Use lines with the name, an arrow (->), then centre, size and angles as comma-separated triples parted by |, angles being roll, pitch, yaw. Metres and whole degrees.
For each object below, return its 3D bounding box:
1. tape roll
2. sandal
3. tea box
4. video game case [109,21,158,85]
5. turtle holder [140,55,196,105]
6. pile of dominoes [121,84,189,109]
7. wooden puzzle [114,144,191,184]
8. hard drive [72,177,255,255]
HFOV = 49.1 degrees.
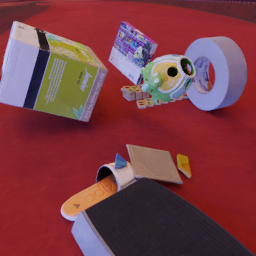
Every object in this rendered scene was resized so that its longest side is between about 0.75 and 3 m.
tape roll -> 2.738, -1.771, 9.176 | 0.762, 2.307, 2.307 | -13, 32, -22
sandal -> -0.406, 1.148, 5.801 | 2.131, 0.611, 0.816 | -26, 39, -37
tea box -> -2.268, -1.690, 8.222 | 2.515, 1.708, 2.556 | 13, 24, -28
video game case -> 0.090, -1.974, 7.380 | 0.232, 1.176, 1.297 | -13, 47, -42
turtle holder -> 0.842, -1.163, 6.155 | 1.368, 1.039, 0.971 | 11, -24, -40
pile of dominoes -> 1.043, -1.461, 10.585 | 2.431, 0.387, 1.895 | -14, 33, -22
wooden puzzle -> 0.582, 0.834, 6.355 | 1.941, 0.227, 1.309 | 15, 27, -13
hard drive -> 0.597, 1.937, 4.399 | 2.003, 0.628, 2.969 | -22, 36, -33
